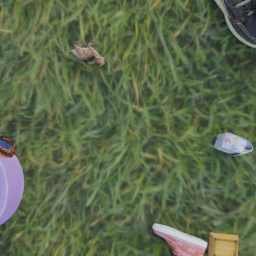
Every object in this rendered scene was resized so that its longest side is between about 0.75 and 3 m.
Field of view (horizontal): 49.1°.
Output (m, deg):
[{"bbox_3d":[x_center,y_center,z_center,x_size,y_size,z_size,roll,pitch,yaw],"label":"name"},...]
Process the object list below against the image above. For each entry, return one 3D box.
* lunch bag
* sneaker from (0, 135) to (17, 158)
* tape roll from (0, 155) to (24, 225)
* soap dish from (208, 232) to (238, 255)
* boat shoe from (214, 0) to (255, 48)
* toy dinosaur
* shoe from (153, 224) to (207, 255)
[{"bbox_3d":[3.123,0.534,8.277,0.893,0.757,0.568,20,84,0],"label":"lunch bag"},{"bbox_3d":[-2.751,0.225,5.198,0.536,1.367,0.515,-11,53,25],"label":"sneaker"},{"bbox_3d":[-4.598,1.673,7.986,2.879,1.223,2.879,0,88,0],"label":"tape roll"},{"bbox_3d":[2.846,3.508,8.311,0.868,0.352,0.683,5,87,1],"label":"soap dish"},{"bbox_3d":[3.422,-3.613,8.472,0.952,0.843,2.601,-37,87,-2],"label":"boat shoe"},{"bbox_3d":[-1.294,-2.251,8.610,1.105,0.474,0.749,-2,93,5],"label":"toy dinosaur"},{"bbox_3d":[1.430,3.433,8.188,1.681,0.600,0.764,21,82,-3],"label":"shoe"}]
